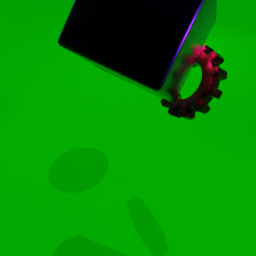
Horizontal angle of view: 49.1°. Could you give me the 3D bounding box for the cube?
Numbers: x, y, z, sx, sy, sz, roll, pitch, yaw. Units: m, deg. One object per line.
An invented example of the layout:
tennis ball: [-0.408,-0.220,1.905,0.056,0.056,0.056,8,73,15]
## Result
cube: [0.209,-1.234,3.506,1.323,1.323,1.323,28,7,15]

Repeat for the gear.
gear: [1.060,-0.781,4.772,0.234,1.264,1.264,16,27,-35]
